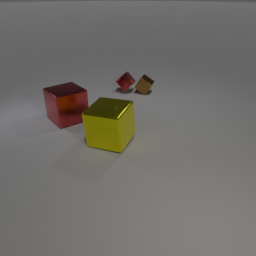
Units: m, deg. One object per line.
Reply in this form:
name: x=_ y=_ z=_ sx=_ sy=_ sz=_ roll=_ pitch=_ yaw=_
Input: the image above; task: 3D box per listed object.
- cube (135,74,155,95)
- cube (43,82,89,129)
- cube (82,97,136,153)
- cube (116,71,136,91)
cube: x=0.885 y=-2.310 z=14.882 sx=0.700 sy=0.700 sz=0.700 roll=35 pitch=32 yaw=-1
cube: x=-2.619 y=-1.010 z=11.941 sx=1.400 sy=1.400 sz=1.400 roll=-20 pitch=33 yaw=-31
cube: x=-0.644 y=-0.155 z=10.147 sx=1.400 sy=1.400 sz=1.400 roll=9 pitch=34 yaw=21
cube: x=-0.111 y=-2.497 z=14.945 sx=0.700 sy=0.700 sz=0.700 roll=-38 pitch=7 yaw=22
